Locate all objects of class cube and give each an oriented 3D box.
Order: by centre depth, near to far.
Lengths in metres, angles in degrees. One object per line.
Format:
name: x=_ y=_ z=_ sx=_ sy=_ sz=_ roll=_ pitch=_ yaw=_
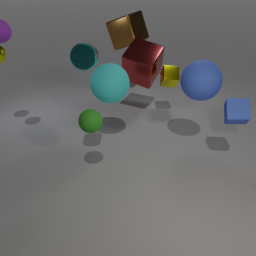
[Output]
cube: x=3.529 y=-0.531 z=9.099 sx=0.700 sy=0.700 sz=0.700 roll=0 pitch=-12 yaw=12
cube: x=1.826 y=-2.264 z=12.325 sx=0.700 sy=0.700 sz=0.700 roll=4 pitch=70 yaw=-6
cube: x=0.642 y=-2.857 z=12.349 sx=1.400 sy=1.400 sz=1.400 roll=23 pitch=60 yaw=13
cube: x=-0.004 y=-4.926 z=14.155 sx=1.400 sy=1.400 sz=1.400 roll=-4 pitch=26 yaw=38

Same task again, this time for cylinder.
cylinder: x=-1.163 y=-1.937 z=7.593 sx=0.700 sy=0.700 sz=0.700 roll=0 pitch=16 yaw=0

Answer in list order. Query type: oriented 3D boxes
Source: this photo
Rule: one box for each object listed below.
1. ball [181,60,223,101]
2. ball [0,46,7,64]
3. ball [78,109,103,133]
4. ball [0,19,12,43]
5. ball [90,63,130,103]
ball: x=2.519 y=-1.634 z=9.638 sx=1.400 sy=1.400 sz=1.400 roll=0 pitch=29 yaw=0
ball: x=-4.774 y=-2.674 z=10.144 sx=0.700 sy=0.700 sz=0.700 roll=0 pitch=29 yaw=0
ball: x=-1.088 y=-0.202 z=8.126 sx=0.700 sy=0.700 sz=0.700 roll=0 pitch=29 yaw=0
ball: x=-3.945 y=-2.968 z=8.591 sx=0.700 sy=0.700 sz=0.700 roll=0 pitch=29 yaw=0
ball: x=-0.645 y=-1.581 z=9.943 sx=1.400 sy=1.400 sz=1.400 roll=0 pitch=29 yaw=0
